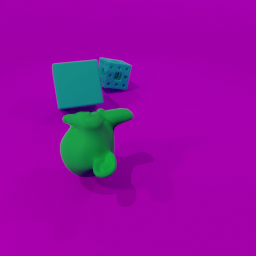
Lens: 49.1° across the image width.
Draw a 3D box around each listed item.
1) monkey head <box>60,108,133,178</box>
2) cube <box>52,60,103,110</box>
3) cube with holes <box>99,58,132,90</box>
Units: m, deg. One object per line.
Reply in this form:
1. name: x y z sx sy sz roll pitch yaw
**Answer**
1. monkey head: -0.545 0.258 5.223 1.430 1.198 1.988 -13 8 -19
2. cube: -1.459 -1.199 8.004 1.202 1.202 1.202 -9 6 -14
3. cube with holes: -0.508 -1.888 9.739 0.851 0.851 0.851 2 22 -27
